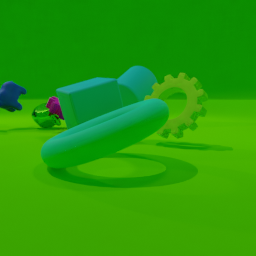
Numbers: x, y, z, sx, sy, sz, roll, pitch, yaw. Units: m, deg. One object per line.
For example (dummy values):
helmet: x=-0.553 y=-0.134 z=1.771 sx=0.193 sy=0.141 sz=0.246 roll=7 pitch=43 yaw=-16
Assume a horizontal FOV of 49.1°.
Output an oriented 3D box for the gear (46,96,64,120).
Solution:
gear: x=-1.535 y=-0.424 z=7.963 sx=1.532 sy=0.283 sz=1.532 roll=26 pitch=10 yaw=-5

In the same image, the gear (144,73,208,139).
gear: x=0.922 y=-0.454 z=5.665 sx=1.330 sy=1.330 sz=0.246 roll=5 pitch=-16 yaw=38

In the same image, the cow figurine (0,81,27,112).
cow figurine: x=-3.806 y=-0.926 z=8.454 sx=0.704 sy=1.283 sz=1.262 roll=-6 pitch=-25 yaw=35

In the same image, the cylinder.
cylinder: x=0.185 y=-1.350 z=10.215 sx=1.377 sy=1.377 sz=1.377 roll=5 pitch=39 yaw=37

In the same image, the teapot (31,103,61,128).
teapot: x=-2.526 y=-0.362 z=8.757 sx=1.465 sy=0.717 sz=0.911 roll=20 pitch=43 yaw=42

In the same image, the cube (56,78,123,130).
cube: x=-0.835 y=-0.460 z=6.368 sx=1.108 sy=1.108 sz=1.108 roll=-21 pitch=20 yaw=-23

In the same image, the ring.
ring: x=-0.320 y=0.047 z=4.023 sx=1.902 sy=0.380 sz=1.902 roll=-21 pitch=7 yaw=3
